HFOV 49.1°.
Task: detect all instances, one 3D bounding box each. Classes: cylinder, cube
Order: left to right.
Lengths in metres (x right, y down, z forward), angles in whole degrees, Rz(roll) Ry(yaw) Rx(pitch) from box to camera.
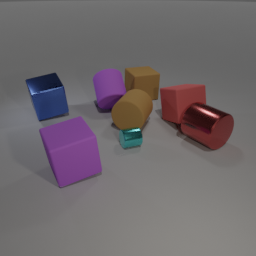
[{"bbox_3d":[-3.600,-1.426,12.518,1.400,1.400,1.400,-18,43,-18],"label":"cube"},{"bbox_3d":[-1.776,0.697,8.715,1.400,1.400,1.400,-19,35,-19],"label":"cube"},{"bbox_3d":[-0.833,-1.793,13.022,1.400,1.400,1.400,-8,68,-15],"label":"cylinder"},{"bbox_3d":[0.100,0.350,10.380,0.700,0.700,0.700,-10,30,-18],"label":"cylinder"},{"bbox_3d":[0.198,-0.739,11.663,1.400,1.400,1.400,9,30,17],"label":"cylinder"},{"bbox_3d":[0.700,-2.305,14.557,1.400,1.400,1.400,-9,30,-19],"label":"cube"},{"bbox_3d":[2.336,-1.071,11.904,1.400,1.400,1.400,-12,14,-20],"label":"cube"},{"bbox_3d":[2.954,-0.104,10.477,1.400,1.400,1.400,-19,34,-32],"label":"cylinder"}]
